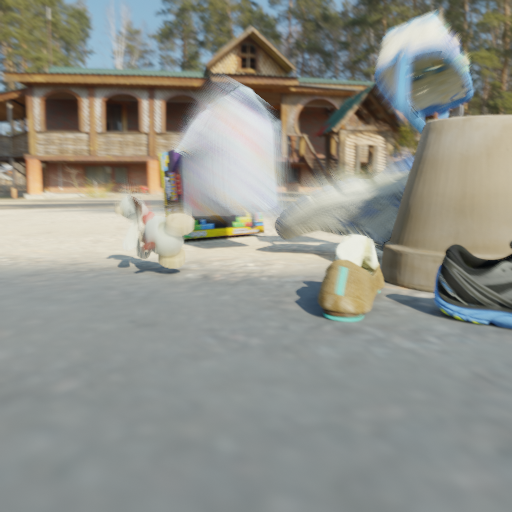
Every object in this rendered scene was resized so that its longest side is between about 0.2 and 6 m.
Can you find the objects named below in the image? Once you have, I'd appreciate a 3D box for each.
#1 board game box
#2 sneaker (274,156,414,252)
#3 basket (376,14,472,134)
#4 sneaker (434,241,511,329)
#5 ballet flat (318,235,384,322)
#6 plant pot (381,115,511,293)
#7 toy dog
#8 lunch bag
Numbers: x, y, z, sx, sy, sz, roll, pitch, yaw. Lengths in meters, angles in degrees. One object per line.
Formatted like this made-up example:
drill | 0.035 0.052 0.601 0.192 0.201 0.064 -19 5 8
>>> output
board game box | -1.082 -1.579 14.503 2.690 2.224 0.763 -7 4 -40
sneaker | 2.055 -0.733 10.595 3.643 1.552 1.404 -17 -1 25
basket | 2.720 -2.781 9.104 1.334 1.917 1.690 -8 -24 37
sneaker | 2.908 0.272 5.566 2.308 0.956 0.818 6 11 38
ballet flat | 1.175 0.168 6.873 0.763 0.814 2.251 5 8 16
plant pot | 3.284 -0.783 8.238 2.737 2.375 2.737 1 9 0
toy dog | -1.792 -0.408 8.957 1.756 1.158 0.846 7 15 44
lunch bag | -0.713 -2.137 11.981 1.589 2.499 2.119 -2 2 -30
